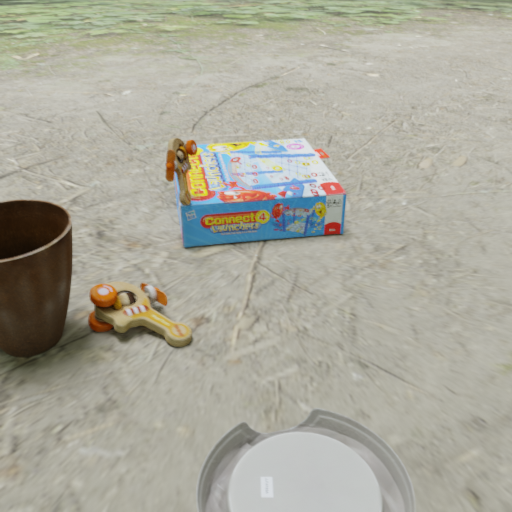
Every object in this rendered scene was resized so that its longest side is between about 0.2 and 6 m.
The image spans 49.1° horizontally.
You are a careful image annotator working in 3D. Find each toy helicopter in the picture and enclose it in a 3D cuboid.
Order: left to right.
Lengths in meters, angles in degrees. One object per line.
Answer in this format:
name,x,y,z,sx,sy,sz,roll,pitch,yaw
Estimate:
toy helicopter,-1.544,0.802,7.924,1.557,0.614,1.030,26,36,17
toy helicopter,-1.259,-1.383,9.247,0.441,1.118,0.739,-6,8,20

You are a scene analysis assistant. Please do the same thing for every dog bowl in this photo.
dog bowl,0.441,2.335,5.237,1.969,0.577,1.969,0,30,0

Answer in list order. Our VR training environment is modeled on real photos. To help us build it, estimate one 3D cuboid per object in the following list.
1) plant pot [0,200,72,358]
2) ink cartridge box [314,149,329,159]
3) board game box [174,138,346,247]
plant pot,-3.113,0.400,7.302,1.635,1.749,1.635,0,32,0
ink cartridge box,1.322,-2.563,13.759,0.807,0.191,0.646,-9,32,-12
board game box,-0.105,-1.373,11.123,2.966,0.847,3.030,-5,31,-10
